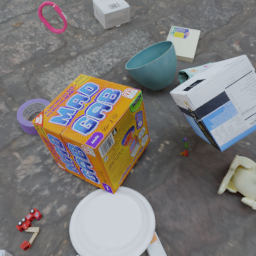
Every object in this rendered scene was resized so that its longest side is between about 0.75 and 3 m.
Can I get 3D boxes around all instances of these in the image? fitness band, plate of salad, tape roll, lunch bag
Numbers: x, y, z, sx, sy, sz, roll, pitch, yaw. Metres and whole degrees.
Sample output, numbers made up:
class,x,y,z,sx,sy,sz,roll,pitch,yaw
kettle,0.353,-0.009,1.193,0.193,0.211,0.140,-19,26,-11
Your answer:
class,x,y,z,sx,sy,sz,roll,pitch,yaw
fitness band,-3.201,-4.690,11.967,0.980,1.365,0.255,-25,34,24
plate of salad,-0.486,3.042,8.874,2.686,0.645,2.686,-3,43,3
tape roll,-3.725,-0.469,11.469,1.444,0.614,1.444,0,53,0
lunch bag,3.452,-1.818,11.925,2.015,1.442,2.365,-16,52,-11

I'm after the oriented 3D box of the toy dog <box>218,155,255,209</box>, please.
class,x,y,z,sx,sy,sz,roll,pitch,yaw
toy dog,4.341,1.921,9.394,2.077,1.449,2.014,28,19,20

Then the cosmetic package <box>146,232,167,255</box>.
class,x,y,z,sx,sy,sz,roll,pitch,yaw
cosmetic package,0.822,3.717,8.572,0.459,0.322,0.905,-20,57,-14

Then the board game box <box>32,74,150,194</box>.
class,x,y,z,sx,sy,sz,roll,pitch,yaw
board game box,-1.064,0.153,9.544,2.545,2.545,2.547,19,55,28

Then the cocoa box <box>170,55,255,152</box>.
class,x,y,z,sx,sy,sz,roll,pitch,yaw
cocoa box,2.649,-0.770,8.330,1.863,2.794,1.833,-34,97,5

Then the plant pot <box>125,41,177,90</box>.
class,x,y,z,sx,sy,sz,roll,pitch,yaw
plant pot,1.212,-2.564,12.261,2.233,1.504,2.233,-24,28,14

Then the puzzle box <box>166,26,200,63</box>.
class,x,y,z,sx,sy,sz,roll,pitch,yaw
puzzle box,2.792,-4.399,14.542,1.593,0.304,2.394,14,55,11

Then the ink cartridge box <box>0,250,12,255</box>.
class,x,y,z,sx,sy,sz,roll,pitch,yaw
ink cartridge box,-4.200,3.767,7.548,2.361,1.914,0.592,-2,53,-1

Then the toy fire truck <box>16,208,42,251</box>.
class,x,y,z,sx,sy,sz,roll,pitch,yaw
toy fire truck,-3.122,3.223,8.965,0.792,0.274,1.123,33,59,21

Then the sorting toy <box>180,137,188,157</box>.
class,x,y,z,sx,sy,sz,roll,pitch,yaw
sorting toy,2.155,0.743,10.847,0.291,0.293,0.844,-10,53,22

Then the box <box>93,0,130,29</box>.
class,x,y,z,sx,sy,sz,roll,pitch,yaw
box,-0.923,-6.528,15.657,1.570,1.031,1.578,-24,57,-16
